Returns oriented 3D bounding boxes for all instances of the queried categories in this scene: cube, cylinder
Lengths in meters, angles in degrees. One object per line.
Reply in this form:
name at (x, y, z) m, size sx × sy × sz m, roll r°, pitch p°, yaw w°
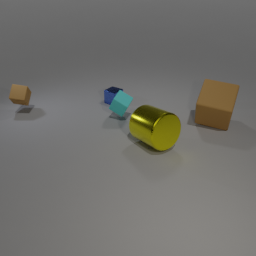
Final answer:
cube at (-4.881, -1.494, 12.710) m, size 0.700 × 0.700 × 0.700 m, roll 8°, pitch 74°, yaw -2°
cube at (3.664, -0.965, 11.634) m, size 1.400 × 1.400 × 1.400 m, roll 15°, pitch 61°, yaw 19°
cube at (-0.713, -1.594, 14.006) m, size 0.700 × 0.700 × 0.700 m, roll 20°, pitch 35°, yaw 31°
cube at (-0.306, -1.073, 12.203) m, size 0.700 × 0.700 × 0.700 m, roll 31°, pitch 48°, yaw -2°
cylinder at (0.982, -0.042, 10.347) m, size 1.400 × 1.400 × 1.400 m, roll -19°, pitch 26°, yaw -29°
